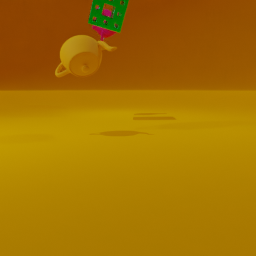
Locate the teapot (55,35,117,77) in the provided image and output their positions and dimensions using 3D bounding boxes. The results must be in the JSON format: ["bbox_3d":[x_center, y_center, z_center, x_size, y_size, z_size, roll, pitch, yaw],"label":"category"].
[{"bbox_3d":[-1.012,-1.633,6.527,1.589,0.778,0.988,-26,-36,8],"label":"teapot"}]

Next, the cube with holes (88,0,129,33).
[{"bbox_3d":[-0.681,-3.910,9.315,1.077,1.077,1.077,13,22,-13],"label":"cube with holes"}]

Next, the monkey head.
[{"bbox_3d":[-0.826,-4.143,10.879,0.994,1.649,1.186,36,-8,3],"label":"monkey head"}]
